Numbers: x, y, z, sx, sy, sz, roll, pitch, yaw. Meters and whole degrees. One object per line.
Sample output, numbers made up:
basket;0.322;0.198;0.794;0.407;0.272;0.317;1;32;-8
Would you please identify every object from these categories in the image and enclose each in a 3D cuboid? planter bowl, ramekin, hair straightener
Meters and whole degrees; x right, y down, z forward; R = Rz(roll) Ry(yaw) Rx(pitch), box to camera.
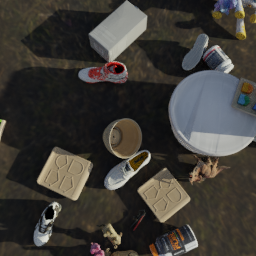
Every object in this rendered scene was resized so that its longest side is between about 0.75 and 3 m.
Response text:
planter bowl;-0.328;0.330;9.860;1.362;0.917;1.362;-3;95;-37
ramekin;2.875;-0.402;9.941;3.035;1.413;3.035;0;75;0
hair straightener;0.314;3.106;9.588;0.300;0.160;0.780;33;89;25

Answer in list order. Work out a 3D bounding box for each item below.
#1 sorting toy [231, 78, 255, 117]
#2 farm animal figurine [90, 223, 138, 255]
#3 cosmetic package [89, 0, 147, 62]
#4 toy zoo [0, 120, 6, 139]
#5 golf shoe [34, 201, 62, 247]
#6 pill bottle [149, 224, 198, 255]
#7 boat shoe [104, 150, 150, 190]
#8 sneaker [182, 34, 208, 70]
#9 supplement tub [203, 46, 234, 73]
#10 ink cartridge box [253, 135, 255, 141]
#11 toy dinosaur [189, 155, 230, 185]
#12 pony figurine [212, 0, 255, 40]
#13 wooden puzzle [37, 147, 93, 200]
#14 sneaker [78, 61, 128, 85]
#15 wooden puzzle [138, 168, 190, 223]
sorting toy;4.153;-1.007;9.280;1.159;0.228;1.252;22;71;6
farm animal figurine;-0.430;4.074;8.947;1.873;0.988;1.894;20;92;-12
cosmetic package;-0.375;-3.839;11.143;2.198;0.991;1.174;-43;78;-13
toy zoo;-5.606;0.105;10.440;1.798;0.184;1.180;12;75;3
golf shoe;-2.782;3.194;9.324;0.601;0.730;1.545;18;77;4
pill bottle;1.447;3.795;9.118;1.466;0.779;0.779;-22;76;-6
boat shoe;-0.014;1.434;9.816;1.965;0.686;0.697;-34;77;-9
sneaker;2.708;-2.937;11.116;0.591;0.599;1.508;35;102;15
supplement tub;3.499;-2.586;10.885;0.748;0.748;1.066;-32;76;-8
ink cartridge box;5.350;-0.702;9.248;1.224;2.946;2.160;19;75;8
toy dinosaur;2.750;1.522;9.858;1.555;0.667;1.054;9;84;-13
pony figurine;4.277;-5.519;11.152;2.880;2.484;2.983;26;70;-26
wooden puzzle;-2.213;1.611;9.967;1.546;0.358;1.432;24;76;2
sneaker;-0.984;-2.148;10.606;1.964;1.053;0.656;7;75;2
wooden puzzle;1.237;2.334;9.781;1.319;0.330;1.424;-36;82;-9
